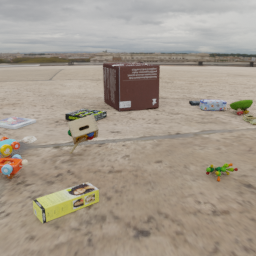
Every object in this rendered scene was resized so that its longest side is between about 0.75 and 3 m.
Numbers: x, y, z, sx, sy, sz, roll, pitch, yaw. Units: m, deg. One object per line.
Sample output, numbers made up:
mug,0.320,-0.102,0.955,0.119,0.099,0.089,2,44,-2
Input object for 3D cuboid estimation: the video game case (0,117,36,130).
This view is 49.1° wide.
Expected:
video game case,-4.510,-0.216,11.059,1.266,0.146,1.154,7,17,23

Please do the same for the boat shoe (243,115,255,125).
boat shoe,5.006,-0.407,11.374,0.389,0.336,1.067,0,16,1

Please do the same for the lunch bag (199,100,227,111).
lunch bag,4.132,-1.149,13.740,1.286,0.486,1.031,3,15,8

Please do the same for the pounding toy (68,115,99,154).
pounding toy,-1.280,0.189,7.672,0.900,0.640,0.829,-19,-15,-14

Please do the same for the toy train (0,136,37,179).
toy train,-3.033,0.766,7.055,1.422,0.526,1.893,1,19,-2

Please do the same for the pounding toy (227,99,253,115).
pounding toy,5.163,-0.843,12.784,0.992,0.596,1.285,-6,-11,4

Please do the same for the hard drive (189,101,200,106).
hard drive,3.808,-1.315,14.852,1.006,0.165,0.702,0,16,0

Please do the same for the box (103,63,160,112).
box,0.096,-2.196,14.343,2.163,2.141,2.607,-6,17,-21

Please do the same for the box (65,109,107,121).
box,-1.766,-0.534,11.896,1.270,0.313,1.316,10,18,25

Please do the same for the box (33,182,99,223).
box,-1.140,1.369,5.261,1.164,0.292,0.438,-14,20,-38

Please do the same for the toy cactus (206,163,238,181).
toy cactus,2.118,1.004,6.601,0.769,0.393,0.634,-9,-1,-19
